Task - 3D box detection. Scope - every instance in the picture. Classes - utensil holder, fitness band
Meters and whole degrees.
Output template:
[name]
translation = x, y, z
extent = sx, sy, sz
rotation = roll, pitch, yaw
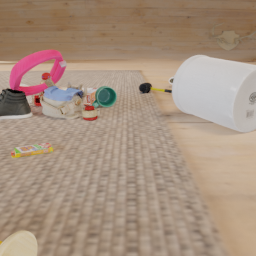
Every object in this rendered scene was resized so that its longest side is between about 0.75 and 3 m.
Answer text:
[utensil holder]
translation = 2.955, -1.147, 8.810
extent = 2.064, 2.064, 2.429
rotation = -10, 23, -30
[fitness band]
translation = -3.276, -1.905, 10.142
extent = 1.911, 0.498, 2.660
rotation = -26, -6, -31

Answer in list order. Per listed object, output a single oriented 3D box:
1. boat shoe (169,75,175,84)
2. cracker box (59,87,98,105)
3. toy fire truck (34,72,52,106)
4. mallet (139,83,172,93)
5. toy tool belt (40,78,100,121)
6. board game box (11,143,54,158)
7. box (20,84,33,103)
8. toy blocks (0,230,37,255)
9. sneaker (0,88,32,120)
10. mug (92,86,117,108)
[boat shoe]
translation = 3.615, -2.629, 15.726
extent = 2.874, 1.018, 0.996
rotation = 2, 15, 41
[cracker box]
translation = -2.328, -1.419, 12.341
extent = 1.948, 0.562, 1.305
rotation = 2, 17, 11
[toy fire truck]
translation = -3.612, -1.686, 12.088
extent = 0.418, 1.716, 1.210
rotation = 1, -12, 0
[mallet]
translation = 1.848, -1.956, 14.464
extent = 2.512, 0.517, 0.827
rotation = 10, 16, 15
[toy tool belt]
translation = -2.042, -1.031, 9.748
extent = 2.149, 1.320, 1.342
rotation = 8, 19, 25
[board game box]
translation = -2.301, 0.529, 6.707
extent = 0.939, 0.141, 0.448
rotation = -10, 19, -23
[box]
translation = -4.689, -1.518, 12.370
extent = 0.573, 0.731, 1.176
rotation = -11, 20, -31
[toy blocks]
translation = -2.153, 1.414, 2.822
extent = 1.861, 0.676, 1.551
rotation = 7, 18, 21
[sneaker]
translation = -4.429, -0.826, 9.567
extent = 2.111, 1.047, 0.746
rotation = -6, 19, -15
[mug]
translation = -1.024, -1.300, 11.499
extent = 1.007, 0.827, 0.623
rotation = -7, 16, -20
